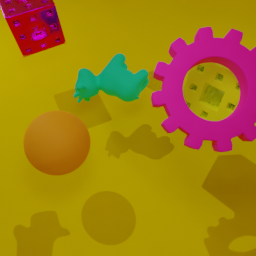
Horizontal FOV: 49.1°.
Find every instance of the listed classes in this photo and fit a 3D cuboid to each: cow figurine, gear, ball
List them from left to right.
[{"bbox_3d":[-1.285,0.271,5.133,1.187,1.187,1.187,0,56,0],"label":"ball"},{"bbox_3d":[-0.429,-0.977,6.458,1.494,0.820,1.470,36,80,14],"label":"cow figurine"},{"bbox_3d":[1.153,-0.510,3.826,1.644,0.304,1.644,0,88,2],"label":"gear"}]

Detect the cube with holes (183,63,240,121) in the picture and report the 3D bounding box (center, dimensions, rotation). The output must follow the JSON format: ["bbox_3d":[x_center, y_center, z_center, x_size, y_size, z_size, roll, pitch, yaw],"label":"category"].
[{"bbox_3d":[1.837,-0.729,5.313,1.128,1.128,1.128,35,40,28],"label":"cube with holes"}]

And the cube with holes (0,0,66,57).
[{"bbox_3d":[-2.312,-2.638,6.765,1.103,1.103,1.103,-23,59,-11],"label":"cube with holes"}]
